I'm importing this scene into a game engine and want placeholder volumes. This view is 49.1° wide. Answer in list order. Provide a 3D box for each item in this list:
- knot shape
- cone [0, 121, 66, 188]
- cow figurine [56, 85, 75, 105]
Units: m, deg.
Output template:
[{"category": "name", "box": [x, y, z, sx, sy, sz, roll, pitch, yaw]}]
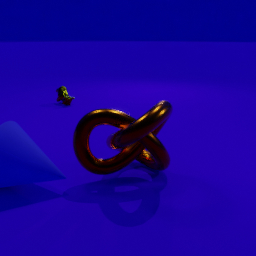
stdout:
[{"category": "knot shape", "box": [0.127, 0.163, 5.437, 2.071, 1.938, 0.957, 16, 48, -31]}, {"category": "cone", "box": [-1.791, 0.721, 5.270, 1.363, 1.358, 1.358, 19, 21, 4]}, {"category": "cow figurine", "box": [-2.620, -1.362, 11.618, 0.521, 0.950, 0.935, 2, -17, -40]}]
